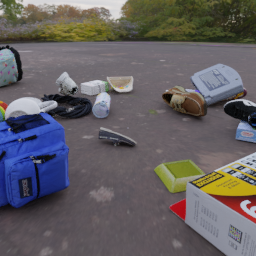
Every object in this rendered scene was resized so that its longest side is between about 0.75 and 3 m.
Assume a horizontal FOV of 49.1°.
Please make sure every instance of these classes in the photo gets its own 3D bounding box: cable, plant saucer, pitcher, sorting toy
[{"bbox_3d":[-2.676,-1.101,12.218,2.116,0.659,2.594,-6,22,-14],"label":"cable"},{"bbox_3d":[1.382,1.138,7.078,1.139,0.273,1.141,-6,23,-15],"label":"plant saucer"},{"bbox_3d":[-3.473,-0.591,10.163,1.645,1.162,1.917,-11,20,-3],"label":"pitcher"},{"bbox_3d":[-0.347,-2.264,15.203,1.427,0.762,1.285,-4,30,-13],"label":"sorting toy"}]

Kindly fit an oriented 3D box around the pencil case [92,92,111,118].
[{"bbox_3d":[-1.091,-0.990,11.825,0.675,0.737,1.625,1,21,-1],"label":"pencil case"}]

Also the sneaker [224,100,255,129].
[{"bbox_3d":[3.961,-0.463,9.287,1.867,0.682,1.045,17,25,36],"label":"sneaker"}]

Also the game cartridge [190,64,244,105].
[{"bbox_3d":[4.310,-2.200,13.591,1.977,0.616,2.968,-18,30,7],"label":"game cartridge"}]

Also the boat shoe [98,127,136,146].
[{"bbox_3d":[-0.359,0.375,8.994,1.313,0.412,0.477,20,-6,17],"label":"boat shoe"}]

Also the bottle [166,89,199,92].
[{"bbox_3d":[2.582,-1.553,13.358,1.576,0.658,0.515,8,61,20],"label":"bottle"}]

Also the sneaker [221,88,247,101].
[{"bbox_3d":[4.885,-1.604,13.654,1.757,0.658,0.792,0,29,17],"label":"sneaker"}]

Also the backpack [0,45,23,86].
[{"bbox_3d":[-7.566,-3.413,16.174,1.744,2.299,2.756,21,35,33],"label":"backpack"}]

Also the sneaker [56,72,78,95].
[{"bbox_3d":[-2.684,-1.793,12.842,0.859,0.796,2.119,39,-7,1],"label":"sneaker"}]

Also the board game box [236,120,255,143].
[{"bbox_3d":[5.003,-0.060,9.825,1.942,0.470,2.568,11,25,25],"label":"board game box"}]

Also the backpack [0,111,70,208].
[{"bbox_3d":[-2.462,0.739,6.077,2.170,1.763,1.821,-14,27,-33],"label":"backpack"}]

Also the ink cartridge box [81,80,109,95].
[{"bbox_3d":[-1.790,-2.185,15.125,0.903,0.521,1.241,17,27,37],"label":"ink cartridge box"}]

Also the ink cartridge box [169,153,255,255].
[{"bbox_3d":[2.366,1.334,5.574,2.415,1.012,2.120,-15,25,-31],"label":"ink cartridge box"}]

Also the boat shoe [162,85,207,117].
[{"bbox_3d":[2.295,-1.040,11.812,0.998,1.022,2.702,-17,23,-13],"label":"boat shoe"}]

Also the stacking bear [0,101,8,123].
[{"bbox_3d":[-4.793,-0.396,9.750,1.338,1.253,2.203,-4,11,0],"label":"stacking bear"}]
